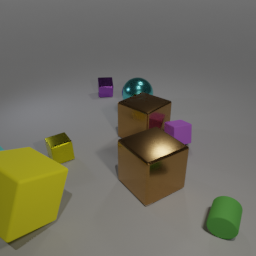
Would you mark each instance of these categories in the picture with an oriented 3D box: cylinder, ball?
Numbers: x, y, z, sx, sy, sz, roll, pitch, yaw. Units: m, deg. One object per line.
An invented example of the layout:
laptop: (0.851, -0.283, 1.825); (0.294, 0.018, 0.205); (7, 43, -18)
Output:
cylinder: (2.255, 2.077, 6.532); (0.700, 0.700, 0.700); (13, 36, 23)
ball: (0.424, -1.537, 12.438); (1.400, 1.400, 1.400); (0, 29, 0)

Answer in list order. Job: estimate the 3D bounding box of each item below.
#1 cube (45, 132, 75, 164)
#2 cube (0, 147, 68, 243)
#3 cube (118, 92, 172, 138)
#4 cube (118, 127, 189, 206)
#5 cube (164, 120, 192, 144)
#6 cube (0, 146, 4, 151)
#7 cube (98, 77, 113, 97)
cube: (-2.222, 0.669, 9.119); (0.700, 0.700, 0.700); (-19, 34, -25)
cube: (-2.452, 1.388, 6.333); (1.400, 1.400, 1.400); (23, 14, 27)
cube: (0.589, -0.328, 10.210); (1.400, 1.400, 1.400); (23, 36, 36)
cube: (0.659, 1.004, 7.815); (1.400, 1.400, 1.400); (-18, 34, -29)
cube: (1.744, 0.158, 9.820); (0.700, 0.700, 0.700); (-9, 18, -20)
cube: (-4.044, 0.968, 8.355); (0.700, 0.700, 0.700); (-33, 36, -2)
cube: (-1.106, -1.997, 13.735); (0.700, 0.700, 0.700); (-3, 53, -9)
